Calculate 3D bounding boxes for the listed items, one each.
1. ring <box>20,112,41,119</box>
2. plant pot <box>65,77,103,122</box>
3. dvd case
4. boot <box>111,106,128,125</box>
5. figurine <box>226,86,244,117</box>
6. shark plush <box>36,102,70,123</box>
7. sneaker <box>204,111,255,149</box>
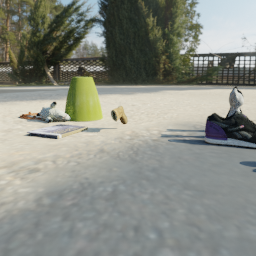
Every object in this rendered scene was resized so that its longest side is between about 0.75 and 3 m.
[{"bbox_3d":[-4.397,-0.672,14.079,1.988,0.191,1.988,-1,11,0],"label":"ring"},{"bbox_3d":[-2.117,-1.416,13.238,1.839,1.965,1.839,0,11,0],"label":"plant pot"},{"bbox_3d":[-2.547,0.091,10.319,1.367,0.147,1.839,5,13,24],"label":"dvd case"},{"bbox_3d":[-0.340,-0.397,10.526,0.301,0.798,0.911,-17,11,19],"label":"boot"},{"bbox_3d":[3.678,-0.565,9.699,0.737,1.672,1.713,4,12,20],"label":"figurine"},{"bbox_3d":[-3.603,-0.500,12.909,2.076,0.943,0.864,-11,-22,38],"label":"shark plush"},{"bbox_3d":[3.520,0.017,8.414,2.337,1.023,0.885,4,12,17],"label":"sneaker"}]
